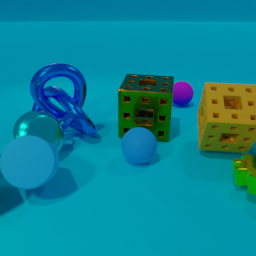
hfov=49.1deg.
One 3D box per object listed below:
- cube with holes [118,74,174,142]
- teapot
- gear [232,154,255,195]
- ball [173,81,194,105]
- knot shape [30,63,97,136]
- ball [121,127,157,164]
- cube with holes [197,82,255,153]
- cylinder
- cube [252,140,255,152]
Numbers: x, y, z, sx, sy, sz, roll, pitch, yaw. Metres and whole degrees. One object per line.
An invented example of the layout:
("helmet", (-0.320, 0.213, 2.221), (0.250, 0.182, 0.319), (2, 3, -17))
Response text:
("cube with holes", (0.473, -0.548, 7.032), (1.237, 1.237, 1.237), (5, 29, 8))
("teapot", (-1.971, 0.225, 5.801), (0.862, 1.095, 1.761), (-11, 22, 43))
("gear", (2.698, 0.793, 4.820), (1.666, 0.308, 1.666), (-2, 11, 0))
("ball", (1.744, -1.129, 9.146), (0.786, 0.786, 0.786), (0, 23, 0))
("knot shape", (-1.494, -0.421, 6.725), (1.840, 1.966, 0.908), (37, 36, 1))
("ball", (0.227, 0.357, 5.719), (0.736, 0.736, 0.736), (0, 23, 0))
("cube with holes", (2.065, -0.205, 5.853), (1.023, 1.023, 1.023), (4, 55, 6))
("cylinder", (-1.571, 0.555, 4.601), (0.813, 0.813, 0.813), (-4, -5, -10))
("cube", (3.247, -0.108, 6.002), (0.989, 0.989, 0.989), (7, 45, -4))
